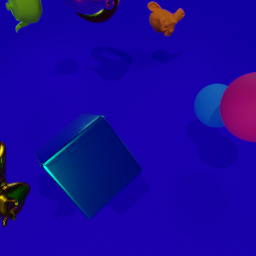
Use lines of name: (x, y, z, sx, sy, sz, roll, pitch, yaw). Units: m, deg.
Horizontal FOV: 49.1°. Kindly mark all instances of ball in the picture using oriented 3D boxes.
ball: (2.062, -0.517, 6.526, 1.012, 1.012, 1.012, 0, 46, 0)
ball: (2.206, -0.354, 4.818, 1.193, 1.193, 1.193, 0, 46, 0)

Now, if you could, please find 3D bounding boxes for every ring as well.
ring: (-1.105, -4.015, 8.079, 1.975, 1.975, 0.395, 22, 49, 20)

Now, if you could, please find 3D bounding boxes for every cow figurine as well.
cow figurine: (-2.130, 0.796, 4.164, 1.308, 0.718, 1.287, 20, 44, -46)

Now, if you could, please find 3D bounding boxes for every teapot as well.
teapot: (-1.195, -3.486, 6.989, 2.077, 1.292, 1.017, 13, -6, -37)
teapot: (-2.912, -3.362, 7.706, 0.839, 1.715, 1.066, -27, 70, -28)

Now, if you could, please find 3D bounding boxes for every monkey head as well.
monkey head: (1.291, -3.713, 9.481, 1.077, 1.497, 0.902, -40, 58, 13)

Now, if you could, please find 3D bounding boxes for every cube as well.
cube: (-0.620, 0.496, 4.171, 1.031, 1.031, 1.031, -41, 18, -15)
